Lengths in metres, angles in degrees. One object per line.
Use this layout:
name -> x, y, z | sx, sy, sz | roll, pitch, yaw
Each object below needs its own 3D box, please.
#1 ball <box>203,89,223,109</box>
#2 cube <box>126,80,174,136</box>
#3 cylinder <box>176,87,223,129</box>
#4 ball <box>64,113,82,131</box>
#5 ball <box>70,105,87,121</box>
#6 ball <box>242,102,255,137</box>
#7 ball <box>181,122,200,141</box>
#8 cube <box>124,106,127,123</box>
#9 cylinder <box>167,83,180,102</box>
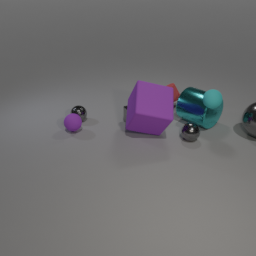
ball -> 3.096, -1.063, 10.260 | 0.700, 0.700, 0.700 | 0, 29, 0
cube -> 0.793, -0.715, 10.489 | 1.400, 1.400, 1.400 | 10, 63, -12
cylinder -> 2.949, -0.853, 11.553 | 1.400, 1.400, 1.400 | -24, 37, -36
ball -> -2.169, -0.221, 11.023 | 0.700, 0.700, 0.700 | 0, 29, 0
ball -> -2.086, -0.607, 11.866 | 0.700, 0.700, 0.700 | 0, 29, 0
ball -> 5.031, -0.311, 10.542 | 1.400, 1.400, 1.400 | 0, 29, 0
ball -> 2.351, 0.142, 10.501 | 0.700, 0.700, 0.700 | 0, 29, 0
cube -> 0.268, -0.529, 11.711 | 0.700, 0.700, 0.700 | -13, 32, -23
cylinder -> 1.978, -1.597, 12.932 | 0.700, 0.700, 0.700 | -30, 16, 10
